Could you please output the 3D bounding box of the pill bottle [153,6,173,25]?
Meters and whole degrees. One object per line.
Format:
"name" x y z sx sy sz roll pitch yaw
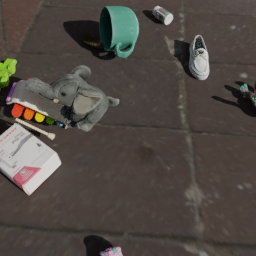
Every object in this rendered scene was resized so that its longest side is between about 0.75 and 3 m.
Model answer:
"pill bottle" 1.476 -4.844 12.005 0.482 0.482 0.853 -31 61 -19

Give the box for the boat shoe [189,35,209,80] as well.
"boat shoe" 2.614 -2.679 10.439 0.708 0.643 1.926 -3 56 -2

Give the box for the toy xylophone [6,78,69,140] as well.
"toy xylophone" -2.601 -0.546 8.391 2.078 0.522 1.521 34 60 -23

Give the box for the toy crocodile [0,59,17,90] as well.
"toy crocodile" -4.447 -1.848 10.004 0.594 0.543 1.759 5 52 3

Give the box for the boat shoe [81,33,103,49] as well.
"boat shoe" -1.414 -3.404 11.083 0.451 0.414 1.261 -48 47 -9

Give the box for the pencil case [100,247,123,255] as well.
"pencil case" -0.271 3.421 6.379 0.564 0.564 1.290 -11 56 -8

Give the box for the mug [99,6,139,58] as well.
"mug" -0.279 -3.585 10.611 1.179 1.906 1.566 -10 11 -21

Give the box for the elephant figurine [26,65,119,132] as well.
"elephant figurine" -1.265 -0.844 6.965 1.411 1.995 1.547 23 67 16

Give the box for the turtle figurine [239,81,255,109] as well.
"turtle figurine" 4.461 -0.877 9.101 1.297 0.872 1.733 -4 40 -17

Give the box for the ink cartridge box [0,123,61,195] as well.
"ink cartridge box" -3.021 0.848 8.003 1.744 0.722 1.278 32 62 20
